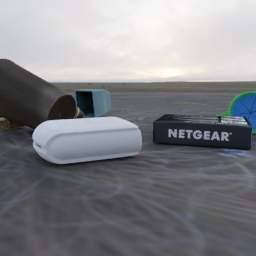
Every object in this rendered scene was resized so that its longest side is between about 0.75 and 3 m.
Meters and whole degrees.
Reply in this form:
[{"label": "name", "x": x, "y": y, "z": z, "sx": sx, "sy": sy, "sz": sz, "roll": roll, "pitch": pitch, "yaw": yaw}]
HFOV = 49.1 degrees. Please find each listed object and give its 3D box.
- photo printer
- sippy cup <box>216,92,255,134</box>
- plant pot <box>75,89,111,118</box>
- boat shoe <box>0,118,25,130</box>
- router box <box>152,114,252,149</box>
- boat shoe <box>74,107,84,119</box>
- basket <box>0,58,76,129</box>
[{"label": "photo printer", "x": -1.104, "y": 0.245, "z": 6.897, "sx": 2.347, "sy": 0.815, "sz": 1.952, "roll": -4, "pitch": 11, "yaw": -23}, {"label": "sippy cup", "x": 4.325, "y": -0.508, "z": 10.172, "sx": 1.915, "sy": 1.504, "sz": 1.403, "roll": 25, "pitch": 4, "yaw": 11}, {"label": "plant pot", "x": -1.658, "y": -1.327, "z": 14.282, "sx": 1.405, "sy": 1.409, "sz": 1.435, "roll": 8, "pitch": 18, "yaw": 42}, {"label": "boat shoe", "x": -4.424, "y": -0.163, "z": 10.614, "sx": 0.376, "sy": 0.440, "sz": 1.199, "roll": 5, "pitch": 10, "yaw": 44}, {"label": "router box", "x": 2.254, "y": 0.034, "z": 8.583, "sx": 2.693, "sy": 0.688, "sz": 2.009, "roll": 3, "pitch": 10, "yaw": 18}, {"label": "boat shoe", "x": -2.589, "y": -0.356, "z": 11.065, "sx": 1.933, "sy": 0.708, "sz": 0.626, "roll": -10, "pitch": -29, "yaw": 31}, {"label": "basket", "x": -3.257, "y": -0.904, "z": 9.548, "sx": 2.634, "sy": 2.375, "sz": 1.791, "roll": 23, "pitch": 51, "yaw": 21}]
